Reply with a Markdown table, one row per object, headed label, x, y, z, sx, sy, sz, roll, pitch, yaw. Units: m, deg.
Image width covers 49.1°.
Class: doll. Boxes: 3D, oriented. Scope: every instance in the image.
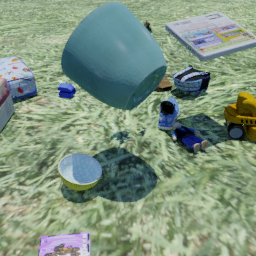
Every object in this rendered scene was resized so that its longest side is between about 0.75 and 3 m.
| label | x | y | z | sx | sy | sz | roll | pitch | yaw |
| --- | --- | --- | --- | --- | --- | --- | --- | --- | --- |
| doll | 1.934 | 0.245 | 9.074 | 1.003 | 0.356 | 1.471 | -17 | 34 | -21 |

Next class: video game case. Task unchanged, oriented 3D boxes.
| label | x | y | z | sx | sy | sz | roll | pitch | yaw |
| --- | --- | --- | --- | --- | --- | --- | --- | --- | --- |
| video game case | 2.410 | -2.689 | 8.068 | 2.047 | 0.226 | 1.863 | -19 | 52 | -20 |

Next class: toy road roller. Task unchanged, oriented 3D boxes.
| label | x | y | z | sx | sy | sz | roll | pitch | yaw |
| --- | --- | --- | --- | --- | --- | --- | --- | --- | --- |
| toy road roller | 4.092 | -0.398 | 9.135 | 1.855 | 1.354 | 1.140 | 6 | 34 | 9 |

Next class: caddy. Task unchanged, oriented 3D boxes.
| label | x | y | z | sx | sy | sz | roll | pitch | yaw |
| --- | --- | --- | --- | --- | --- | --- | --- | --- | --- |
| caddy | -2.555 | -1.574 | 11.664 | 0.769 | 0.544 | 0.404 | 10 | 41 | 13 |

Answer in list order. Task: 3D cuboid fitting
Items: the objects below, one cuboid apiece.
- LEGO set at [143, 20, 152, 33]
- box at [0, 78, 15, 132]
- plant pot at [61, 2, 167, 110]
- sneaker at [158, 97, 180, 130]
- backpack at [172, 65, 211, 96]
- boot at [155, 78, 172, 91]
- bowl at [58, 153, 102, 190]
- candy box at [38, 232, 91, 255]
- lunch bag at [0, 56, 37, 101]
| label | x | y | z | sx | sy | sz | roll | pitch | yaw |
| --- | --- | --- | --- | --- | --- | --- | --- | --- | --- |
| LEGO set | -0.027 | -2.468 | 7.997 | 1.597 | 1.037 | 0.453 | -39 | 77 | -14 |
| box | -5.132 | -0.513 | 9.234 | 1.673 | 1.425 | 2.616 | 0 | 34 | 0 |
| plant pot | -0.152 | -1.404 | 6.258 | 1.659 | 2.067 | 2.067 | 44 | 48 | 13 |
| sneaker | 1.512 | -0.687 | 10.075 | 0.715 | 0.811 | 1.820 | 8 | 34 | 11 |
| backpack | 2.585 | -1.962 | 11.853 | 1.420 | 0.956 | 1.297 | -22 | 40 | -31 |
| boot | 1.252 | -1.830 | 12.122 | 1.451 | 0.534 | 0.547 | -11 | 46 | -20 |
| bowl | -1.276 | 1.241 | 7.271 | 1.115 | 0.600 | 1.115 | 12 | 35 | -9 |
| candy box | -1.219 | 2.662 | 5.366 | 1.000 | 0.426 | 1.192 | -4 | 34 | -6 |
| lunch bag | -5.393 | -2.066 | 11.930 | 2.336 | 1.101 | 2.915 | -25 | 42 | -29 |
